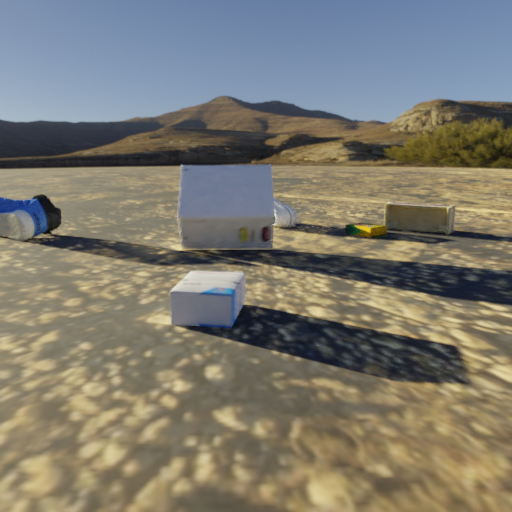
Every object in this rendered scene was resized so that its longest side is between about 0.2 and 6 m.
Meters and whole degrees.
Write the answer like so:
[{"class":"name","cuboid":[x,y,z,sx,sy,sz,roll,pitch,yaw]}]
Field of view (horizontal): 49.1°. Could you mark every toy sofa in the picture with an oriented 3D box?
[{"class":"toy sofa","cuboid":[4.088,-0.970,14.015,1.663,0.689,0.812,6,14,27]}]

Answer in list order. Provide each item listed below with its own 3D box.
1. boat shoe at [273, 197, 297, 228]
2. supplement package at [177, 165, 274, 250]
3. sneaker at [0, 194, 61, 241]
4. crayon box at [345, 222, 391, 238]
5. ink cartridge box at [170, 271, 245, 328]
[{"class":"boat shoe","cuboid":[0.241,-1.225,15.009,0.703,0.775,2.107,-6,14,-32]},{"class":"supplement package","cuboid":[-0.612,-1.020,11.649,1.916,1.062,1.492,-1,52,-2]},{"class":"sneaker","cuboid":[-5.687,-1.006,13.476,2.408,0.924,1.340,13,23,34]},{"class":"crayon box","cuboid":[2.681,-0.617,13.409,0.603,0.241,0.950,-10,15,-39]},{"class":"ink cartridge box","cuboid":[-0.596,0.536,7.259,0.785,0.453,1.075,2,12,8]}]
